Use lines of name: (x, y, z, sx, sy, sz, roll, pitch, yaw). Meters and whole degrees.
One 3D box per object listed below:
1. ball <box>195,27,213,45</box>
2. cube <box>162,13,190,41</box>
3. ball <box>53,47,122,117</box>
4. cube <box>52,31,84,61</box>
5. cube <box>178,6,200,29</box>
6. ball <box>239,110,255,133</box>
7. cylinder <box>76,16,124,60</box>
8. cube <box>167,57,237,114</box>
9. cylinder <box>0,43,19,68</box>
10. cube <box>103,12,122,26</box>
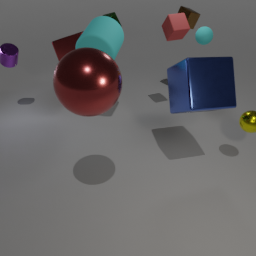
ball: (3.070, -3.718, 11.290, 0.700, 0.700, 0.700, 0, 31, 0)
cube: (1.789, -3.794, 10.543, 0.700, 0.700, 0.700, -13, -12, -18)
ball: (-0.816, -0.930, 5.751, 1.400, 1.400, 1.400, 0, 31, 0)
cube: (-2.195, -3.309, 12.088, 1.400, 1.400, 1.400, -14, 22, 11)
cube: (2.629, -4.896, 12.441, 0.700, 0.700, 0.700, -10, 45, -43)
ball: (3.791, -0.196, 8.615, 0.700, 0.700, 0.700, 0, 31, 0)
cylinder: (-0.978, -3.033, 10.016, 1.400, 1.400, 1.400, 8, 48, 12)
cube: (2.066, -1.185, 8.062, 1.400, 1.400, 1.400, -5, 1, -14)
cylinder: (-4.782, -2.911, 11.249, 0.700, 0.700, 0.700, 12, 55, -18)
cube: (-0.840, -4.521, 12.263, 0.700, 0.700, 0.700, 4, 51, 38)
